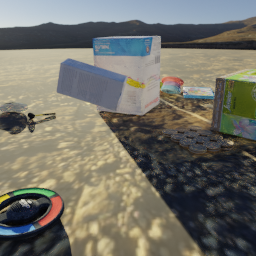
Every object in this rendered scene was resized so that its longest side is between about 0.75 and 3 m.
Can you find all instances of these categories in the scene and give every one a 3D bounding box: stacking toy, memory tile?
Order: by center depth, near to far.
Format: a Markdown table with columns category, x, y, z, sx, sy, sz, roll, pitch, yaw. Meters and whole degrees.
| category | x | y | z | sx | sy | sz | roll | pitch | yaw |
| --- | --- | --- | --- | --- | --- | --- | --- | --- | --- |
| memory tile | 1.895 | 0.292 | 7.753 | 1.345 | 0.147 | 1.754 | -8 | 20 | -22 |
| stacking toy | 1.569 | -1.861 | 13.519 | 2.144 | 0.906 | 1.941 | 9 | -5 | 16 |

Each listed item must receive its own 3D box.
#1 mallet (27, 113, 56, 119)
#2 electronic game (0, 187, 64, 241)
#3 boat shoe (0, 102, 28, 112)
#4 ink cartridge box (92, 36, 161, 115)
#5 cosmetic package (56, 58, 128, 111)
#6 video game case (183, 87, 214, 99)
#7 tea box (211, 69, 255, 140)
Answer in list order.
| category | x | y | z | sx | sy | sz | roll | pitch | yaw |
| --- | --- | --- | --- | --- | --- | --- | --- | --- | --- |
| mallet | -3.072 | -0.474 | 9.935 | 0.969 | 0.199 | 0.319 | -10 | 17 | -40 |
| electronic game | -1.705 | 1.347 | 4.555 | 1.313 | 0.273 | 1.313 | 0 | 19 | 0 |
| boat shoe | -4.260 | -0.804 | 10.524 | 1.036 | 0.370 | 0.310 | -4 | 25 | -1 |
| ink cartridge box | 0.028 | -2.046 | 10.576 | 1.942 | 2.659 | 1.951 | 7 | 21 | 23 |
| cosmetic package | -1.001 | -1.223 | 7.819 | 1.780 | 0.903 | 0.634 | 18 | 28 | 2 |
| video game case | 3.338 | -1.696 | 13.358 | 1.368 | 0.170 | 1.911 | 3 | 20 | 10 |
| tea box | 4.165 | -0.738 | 8.349 | 2.452 | 1.665 | 2.492 | 14 | 24 | 38 |
